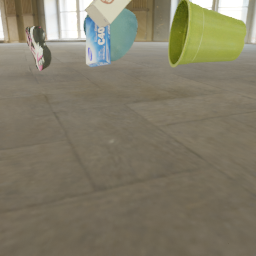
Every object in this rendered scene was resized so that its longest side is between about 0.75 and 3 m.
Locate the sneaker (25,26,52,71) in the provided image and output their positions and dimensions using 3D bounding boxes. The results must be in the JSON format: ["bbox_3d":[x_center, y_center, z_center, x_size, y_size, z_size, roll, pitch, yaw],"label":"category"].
[{"bbox_3d":[-2.973,-2.647,9.198,0.634,1.468,0.590,25,40,32],"label":"sneaker"}]

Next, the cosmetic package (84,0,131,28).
[{"bbox_3d":[-0.381,-3.660,7.811,1.599,0.698,0.826,-53,29,-11],"label":"cosmetic package"}]

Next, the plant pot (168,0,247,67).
[{"bbox_3d":[2.689,-3.076,9.458,2.127,2.240,2.240,5,20,-7],"label":"plant pot"}]

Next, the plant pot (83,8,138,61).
[{"bbox_3d":[-0.861,-3.738,10.533,2.066,2.066,1.391,21,5,44],"label":"plant pot"}]

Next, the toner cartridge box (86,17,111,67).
[{"bbox_3d":[-0.954,-2.794,8.968,0.737,1.551,0.335,-4,-7,21],"label":"toner cartridge box"}]
